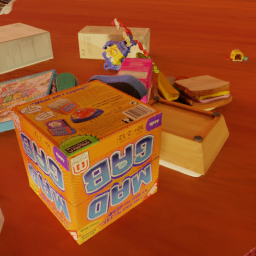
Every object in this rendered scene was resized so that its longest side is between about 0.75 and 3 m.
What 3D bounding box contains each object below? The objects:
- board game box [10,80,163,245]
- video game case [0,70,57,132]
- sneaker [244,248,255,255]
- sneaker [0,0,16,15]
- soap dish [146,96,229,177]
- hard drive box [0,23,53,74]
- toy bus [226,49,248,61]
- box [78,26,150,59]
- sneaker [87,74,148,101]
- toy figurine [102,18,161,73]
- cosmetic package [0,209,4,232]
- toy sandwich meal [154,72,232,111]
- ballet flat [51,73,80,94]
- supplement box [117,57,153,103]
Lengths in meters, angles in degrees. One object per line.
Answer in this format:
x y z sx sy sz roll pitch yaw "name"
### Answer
-0.657 0.422 4.772 1.716 1.715 1.715 -26 41 -34 "board game box"
-3.058 -0.766 7.632 2.014 0.250 2.814 -14 33 1 "video game case"
1.733 2.034 3.045 2.885 1.163 1.077 -21 71 -41 "sneaker"
-3.218 -3.003 6.154 1.176 0.992 2.689 -34 18 -20 "sneaker"
0.996 0.075 6.141 2.052 0.833 1.614 18 37 29 "soap dish"
-4.793 -3.110 10.842 2.243 1.105 2.878 26 41 35 "hard drive box"
4.375 -2.979 11.309 0.732 0.401 0.775 -26 41 -34 "toy bus"
-0.525 -3.474 11.460 2.714 1.055 1.289 6 33 10 "box"
-0.651 -0.676 6.909 1.029 0.926 2.642 -50 25 -20 "sneaker"
-0.161 -2.505 10.208 2.548 1.526 1.344 59 22 18 "toy figurine"
-3.011 1.010 2.878 2.301 2.766 2.315 -4 33 -6 "cosmetic package"
1.823 -1.184 8.142 2.298 0.787 2.298 0 33 0 "toy sandwich meal"
-1.521 -0.542 7.084 0.914 0.914 2.542 -5 34 -8 "ballet flat"
0.204 -1.353 8.283 0.938 0.919 1.816 5 33 8 "supplement box"
